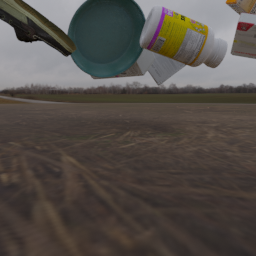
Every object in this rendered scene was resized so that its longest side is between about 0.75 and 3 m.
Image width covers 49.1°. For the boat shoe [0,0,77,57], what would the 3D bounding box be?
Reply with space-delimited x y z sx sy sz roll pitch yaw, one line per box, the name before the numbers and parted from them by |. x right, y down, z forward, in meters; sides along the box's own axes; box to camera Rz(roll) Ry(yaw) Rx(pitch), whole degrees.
boat shoe | -2.468 -2.517 6.934 2.518 0.827 0.900 37 15 -9

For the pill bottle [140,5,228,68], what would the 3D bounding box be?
pill bottle | 1.610 -2.525 8.081 2.353 1.227 1.227 18 3 -12

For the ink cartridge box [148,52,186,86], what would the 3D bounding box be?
ink cartridge box | 1.576 -3.392 12.065 2.286 2.282 0.464 -36 21 8

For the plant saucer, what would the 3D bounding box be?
plant saucer | -0.646 -2.806 8.559 2.564 2.564 0.461 -3 34 -27

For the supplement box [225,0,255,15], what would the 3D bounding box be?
supplement box | 3.668 -3.821 8.479 1.232 0.776 0.453 22 10 -27

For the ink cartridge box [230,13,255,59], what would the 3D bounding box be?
ink cartridge box | 2.350 -1.763 5.402 0.560 0.322 0.771 16 -30 17

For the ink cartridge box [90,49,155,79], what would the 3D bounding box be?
ink cartridge box | -0.617 -2.973 10.667 2.687 1.942 1.137 3 48 39
